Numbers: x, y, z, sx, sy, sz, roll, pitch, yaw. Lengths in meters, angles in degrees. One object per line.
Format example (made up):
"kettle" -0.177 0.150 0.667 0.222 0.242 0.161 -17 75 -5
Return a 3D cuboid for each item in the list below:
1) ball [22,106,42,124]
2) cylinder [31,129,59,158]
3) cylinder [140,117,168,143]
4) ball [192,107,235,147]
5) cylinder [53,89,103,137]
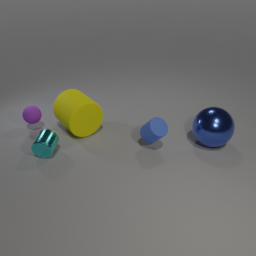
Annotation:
"ball" -3.656 -0.503 10.682 0.700 0.700 0.700 0 29 0
"cylinder" -2.735 0.520 9.280 0.700 0.700 0.700 4 39 8
"cylinder" 0.865 0.078 9.390 0.700 0.700 0.700 11 64 -24
"ball" 2.939 -0.033 9.672 1.400 1.400 1.400 0 29 0
"cylinder" -1.880 -0.576 10.529 1.400 1.400 1.400 -20 38 -32
